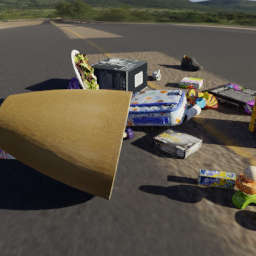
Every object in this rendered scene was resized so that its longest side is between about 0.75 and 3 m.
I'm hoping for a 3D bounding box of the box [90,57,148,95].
[{"bbox_3d":[-0.536,-2.719,14.995,2.453,1.546,2.495,11,28,25],"label":"box"}]

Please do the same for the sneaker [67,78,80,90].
[{"bbox_3d":[-2.897,-2.161,14.678,0.758,0.784,1.880,-5,27,-10],"label":"sneaker"}]

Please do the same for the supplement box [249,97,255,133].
[{"bbox_3d":[5.777,-0.551,10.094,1.315,1.954,1.981,-14,30,-27],"label":"supplement box"}]

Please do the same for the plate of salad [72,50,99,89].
[{"bbox_3d":[-1.635,-2.206,11.525,0.530,2.206,2.206,-22,23,13],"label":"plate of salad"}]

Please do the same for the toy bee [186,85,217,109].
[{"bbox_3d":[3.074,-1.380,12.517,1.993,1.083,1.304,-1,-6,-39],"label":"toy bee"}]

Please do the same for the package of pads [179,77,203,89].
[{"bbox_3d":[3.595,-2.556,15.909,1.155,0.394,0.893,12,29,22],"label":"package of pads"}]

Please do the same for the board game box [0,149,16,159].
[{"bbox_3d":[-3.555,0.439,9.814,1.372,0.419,1.811,2,26,4],"label":"board game box"}]

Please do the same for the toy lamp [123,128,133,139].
[{"bbox_3d":[-0.636,0.391,9.884,1.687,0.491,0.491,-15,30,-32],"label":"toy lamp"}]

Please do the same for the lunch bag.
[{"bbox_3d":[1.127,-0.804,11.326,2.561,0.968,2.052,-2,29,24],"label":"lunch bag"}]

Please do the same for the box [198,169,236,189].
[{"bbox_3d":[2.487,1.434,7.885,0.999,0.350,0.321,5,27,10],"label":"box"}]

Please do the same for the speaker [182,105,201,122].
[{"bbox_3d":[2.641,-0.632,11.966,0.452,0.452,1.112,22,35,38],"label":"speaker"}]

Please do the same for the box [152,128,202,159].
[{"bbox_3d":[1.704,0.514,9.766,1.366,0.330,1.082,23,35,38],"label":"box"}]

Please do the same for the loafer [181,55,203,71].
[{"bbox_3d":[4.392,-4.482,19.392,0.762,0.757,2.094,-13,30,-27],"label":"loafer"}]

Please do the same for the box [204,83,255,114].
[{"bbox_3d":[5.445,-1.477,13.618,2.027,0.512,2.835,-17,32,-32],"label":"box"}]

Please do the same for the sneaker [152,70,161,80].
[{"bbox_3d":[1.738,-3.229,17.299,0.517,0.480,1.277,-7,21,14],"label":"sneaker"}]

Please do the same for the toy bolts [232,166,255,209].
[{"bbox_3d":[3.585,1.555,6.817,1.552,1.077,1.483,-8,27,-16],"label":"toy bolts"}]

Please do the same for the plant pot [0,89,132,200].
[{"bbox_3d":[-1.591,0.166,6.990,2.924,2.725,2.725,11,26,-2],"label":"plant pot"}]
